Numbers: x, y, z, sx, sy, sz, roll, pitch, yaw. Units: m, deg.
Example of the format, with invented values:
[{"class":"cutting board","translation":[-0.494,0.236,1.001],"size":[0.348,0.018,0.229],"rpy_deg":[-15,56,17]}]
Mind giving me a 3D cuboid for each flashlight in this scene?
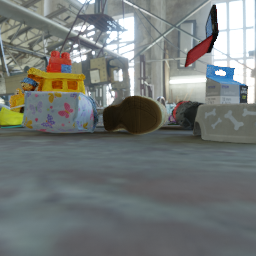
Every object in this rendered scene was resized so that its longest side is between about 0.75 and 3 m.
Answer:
[{"class":"flashlight","translation":[1.990,-0.467,8.907],"size":[0.967,0.963,2.844],"rpy_deg":[5,2,2]}]

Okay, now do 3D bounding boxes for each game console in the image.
[{"class":"game console","translation":[2.716,-3.426,10.666],"size":[1.170,1.699,1.971],"rpy_deg":[-4,-4,7]}]

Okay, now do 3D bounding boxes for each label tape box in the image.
[{"class":"label tape box","translation":[3.491,-1.136,9.843],"size":[1.543,2.154,0.712],"rpy_deg":[-2,5,-33]}]

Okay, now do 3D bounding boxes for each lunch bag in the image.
[{"class":"lunch bag","translation":[-1.474,-0.342,6.450],"size":[1.297,0.972,1.529],"rpy_deg":[2,-7,11]}]

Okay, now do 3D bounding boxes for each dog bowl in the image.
[{"class":"dog bowl","translation":[2.262,-0.120,5.135],"size":[2.163,0.634,2.163],"rpy_deg":[1,3,0]}]

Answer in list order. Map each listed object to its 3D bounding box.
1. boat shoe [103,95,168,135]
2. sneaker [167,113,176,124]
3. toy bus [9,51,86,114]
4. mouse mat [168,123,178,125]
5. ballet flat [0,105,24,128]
[{"class":"boat shoe","translation":[0.220,-0.270,6.432],"size":[0.760,0.845,2.341],"rpy_deg":[-3,-1,-30]},{"class":"sneaker","translation":[2.284,-0.389,11.676],"size":[1.309,0.526,0.579],"rpy_deg":[-6,12,-27]},{"class":"toy bus","translation":[-3.112,-1.518,10.906],"size":[2.994,2.874,2.031],"rpy_deg":[-3,5,-27]},{"class":"mouse mat","translation":[2.312,-0.153,11.511],"size":[1.353,0.051,1.089],"rpy_deg":[1,3,5]},{"class":"ballet flat","translation":[-3.035,-0.408,9.248],"size":[2.316,0.776,0.774],"rpy_deg":[-2,4,-35]}]
